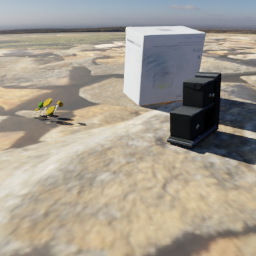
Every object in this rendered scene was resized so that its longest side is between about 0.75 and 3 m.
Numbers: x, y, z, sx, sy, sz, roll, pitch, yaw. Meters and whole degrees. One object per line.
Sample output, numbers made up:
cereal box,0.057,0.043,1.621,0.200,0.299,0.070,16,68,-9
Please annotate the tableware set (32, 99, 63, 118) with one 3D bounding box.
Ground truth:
tableware set,-2.773,-0.696,9.762,1.229,0.189,0.828,-9,50,31

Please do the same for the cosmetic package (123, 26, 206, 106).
cosmetic package,1.388,-2.560,11.347,2.716,2.724,1.675,-10,32,-22

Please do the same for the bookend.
bookend,1.907,-0.594,8.002,0.813,1.765,1.754,13,25,38
